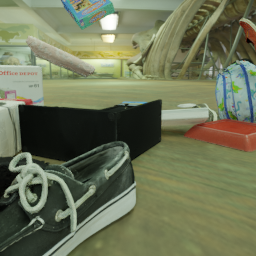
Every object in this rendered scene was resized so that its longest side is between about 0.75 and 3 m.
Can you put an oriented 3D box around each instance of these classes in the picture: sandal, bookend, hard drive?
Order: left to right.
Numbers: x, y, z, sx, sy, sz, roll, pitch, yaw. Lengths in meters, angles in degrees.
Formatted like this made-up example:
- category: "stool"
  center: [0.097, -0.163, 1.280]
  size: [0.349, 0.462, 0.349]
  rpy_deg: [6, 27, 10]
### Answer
- category: "sandal"
  center: [-2.223, 0.642, 3.498]
  size: [2.469, 0.927, 0.556]
  rpy_deg: [-7, 46, -18]
- category: "bookend"
  center: [-0.726, -0.071, 6.528]
  size: [2.401, 1.113, 2.416]
  rpy_deg: [6, 13, 27]
- category: "hard drive"
  center: [0.985, -0.261, 8.025]
  size: [2.363, 0.315, 1.559]
  rpy_deg: [-2, -5, 8]

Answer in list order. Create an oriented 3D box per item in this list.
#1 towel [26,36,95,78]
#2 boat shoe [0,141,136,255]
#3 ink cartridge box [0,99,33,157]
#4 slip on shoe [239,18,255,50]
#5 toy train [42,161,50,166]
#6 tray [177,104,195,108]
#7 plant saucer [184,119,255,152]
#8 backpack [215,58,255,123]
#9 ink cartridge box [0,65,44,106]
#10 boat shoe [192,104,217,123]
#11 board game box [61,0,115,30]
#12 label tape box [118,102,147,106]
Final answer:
- category: "towel"
  center: [-1.503, -1.542, 6.355]
  size: [1.471, 0.237, 1.405]
  rpy_deg: [22, 0, -14]
- category: "boat shoe"
  center: [-0.835, 0.771, 2.839]
  size: [1.042, 0.964, 2.822]
  rpy_deg: [9, 17, 39]
- category: "ink cartridge box"
  center: [-3.371, 0.018, 6.031]
  size: [1.975, 1.115, 2.691]
  rpy_deg: [0, 11, -3]
- category: "slip on shoe"
  center: [3.397, -2.560, 7.715]
  size: [0.410, 1.338, 0.496]
  rpy_deg: [-37, -39, 25]
- category: "toy train"
  center: [-1.306, 0.764, 4.914]
  size: [1.026, 0.175, 0.235]
  rpy_deg: [10, 28, 36]
- category: "tray"
  center: [2.925, -1.114, 13.824]
  size: [0.972, 0.108, 0.522]
  rpy_deg: [-8, 15, -32]
- category: "plant saucer"
  center: [2.862, 0.100, 7.559]
  size: [1.954, 0.359, 1.958]
  rpy_deg: [-10, 16, -38]
- category: "backpack"
  center: [3.842, -1.093, 9.472]
  size: [2.125, 2.255, 2.764]
  rpy_deg: [-8, 18, 4]
- category: "ink cartridge box"
  center: [-3.362, -0.941, 8.600]
  size: [1.398, 1.935, 0.819]
  rpy_deg: [-6, 13, -25]
- category: "boat shoe"
  center: [2.450, -0.471, 9.526]
  size: [0.536, 0.641, 1.794]
  rpy_deg: [4, 15, -6]
- category: "board game box"
  center: [-1.372, -4.105, 9.374]
  size: [1.271, 0.376, 1.672]
  rpy_deg: [-30, 55, -6]
- category: "label tape box"
  center: [0.136, -0.687, 10.882]
  size: [1.115, 0.489, 1.546]
  rpy_deg: [3, 12, 15]
